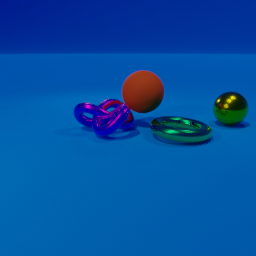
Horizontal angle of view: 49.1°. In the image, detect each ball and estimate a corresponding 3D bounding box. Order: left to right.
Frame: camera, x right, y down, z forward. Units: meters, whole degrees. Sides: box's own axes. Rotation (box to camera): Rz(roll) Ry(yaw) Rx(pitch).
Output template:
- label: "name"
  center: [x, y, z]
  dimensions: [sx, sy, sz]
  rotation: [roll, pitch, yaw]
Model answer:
- label: "ball"
  center: [0.438, -1.049, 8.190]
  dimensions: [1.238, 1.238, 1.238]
  rotation: [0, 16, 0]
- label: "ball"
  center: [3.053, -0.580, 8.353]
  dimensions: [1.010, 1.010, 1.010]
  rotation: [0, 16, 0]

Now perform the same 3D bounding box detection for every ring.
- label: "ring"
  center: [1.378, 0.011, 7.367]
  dimensions: [1.630, 0.326, 1.630]
  rotation: [5, 16, -1]

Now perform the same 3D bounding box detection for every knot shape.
- label: "knot shape"
  center: [-0.698, -0.332, 7.796]
  dimensions: [1.663, 0.821, 1.777]
  rotation: [3, 13, 9]
